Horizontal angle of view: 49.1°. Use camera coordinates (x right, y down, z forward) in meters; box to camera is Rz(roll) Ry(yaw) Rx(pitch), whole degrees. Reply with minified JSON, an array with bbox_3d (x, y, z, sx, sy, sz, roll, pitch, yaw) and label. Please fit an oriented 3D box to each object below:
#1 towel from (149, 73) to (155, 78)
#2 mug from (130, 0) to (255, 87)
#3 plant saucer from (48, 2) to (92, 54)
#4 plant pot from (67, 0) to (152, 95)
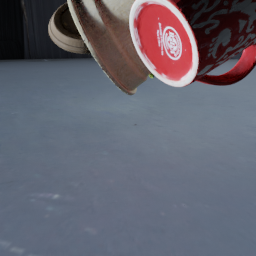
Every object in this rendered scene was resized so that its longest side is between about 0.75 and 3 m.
[{"bbox_3d":[0.884,-3.396,9.859,0.333,2.928,2.103,12,0,24],"label":"towel"},{"bbox_3d":[1.414,-1.476,3.968,2.324,2.063,1.551,-36,16,-20],"label":"mug"},{"bbox_3d":[-1.400,-3.715,9.822,2.825,0.416,2.825,0,57,-1],"label":"plant saucer"},{"bbox_3d":[0.454,-2.339,5.797,2.322,2.536,2.536,-28,10,17],"label":"plant pot"}]
